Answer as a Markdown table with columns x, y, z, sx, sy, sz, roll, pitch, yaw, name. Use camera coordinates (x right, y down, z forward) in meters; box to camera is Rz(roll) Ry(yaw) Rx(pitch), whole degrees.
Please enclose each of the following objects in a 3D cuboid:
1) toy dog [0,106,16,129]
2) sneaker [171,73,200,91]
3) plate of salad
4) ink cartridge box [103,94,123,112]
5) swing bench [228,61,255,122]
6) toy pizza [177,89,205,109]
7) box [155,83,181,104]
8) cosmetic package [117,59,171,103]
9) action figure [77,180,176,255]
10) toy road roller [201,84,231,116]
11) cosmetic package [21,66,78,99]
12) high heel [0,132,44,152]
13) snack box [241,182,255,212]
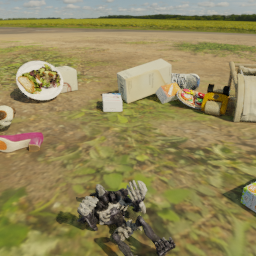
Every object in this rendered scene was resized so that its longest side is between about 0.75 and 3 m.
| x | y | z | sx | sy | sz | roll | pitch | yaw | name |
| --- | --- | --- | --- | --- | --- | --- | --- | --- | --- |
| -4.655 | -0.530 | 9.895 | 1.392 | 1.350 | 0.971 | 15 | 10 | 16 | toy dog |
| 2.474 | -2.364 | 14.385 | 1.118 | 1.012 | 2.625 | 1 | 9 | -37 | sneaker |
| -4.063 | -2.289 | 13.032 | 2.118 | 0.509 | 2.118 | 10 | 63 | -20 | plate of salad |
| -0.698 | -1.135 | 12.377 | 0.834 | 0.488 | 1.153 | -2 | 25 | -6 | ink cartridge box |
| 5.721 | -1.483 | 11.488 | 2.878 | 1.877 | 2.893 | 4 | 24 | 7 | swing bench |
| 2.983 | -1.383 | 12.667 | 1.579 | 0.250 | 1.579 | 11 | 36 | -8 | toy pizza |
| 1.938 | -1.650 | 13.144 | 1.074 | 0.523 | 0.668 | -19 | 70 | -36 | box |
| 0.793 | -2.254 | 13.297 | 2.493 | 1.290 | 0.911 | -23 | 41 | -19 | cosmetic package |
| -0.175 | 1.614 | 5.380 | 1.399 | 1.201 | 2.354 | -25 | 34 | -24 | action figure |
| 3.823 | -1.084 | 12.024 | 0.941 | 1.118 | 1.532 | 12 | 64 | 27 | toy road roller |
| -4.075 | -2.396 | 14.417 | 2.622 | 1.144 | 1.355 | -16 | 28 | -31 | cosmetic package |
| -3.554 | 0.336 | 8.888 | 1.647 | 0.555 | 0.790 | 2 | 34 | -9 | high heel |
| 3.669 | 1.558 | 6.327 | 1.785 | 0.473 | 1.269 | -14 | 28 | -29 | snack box |
